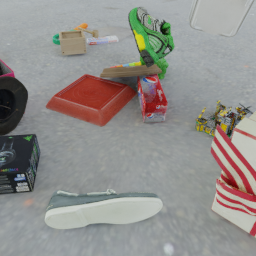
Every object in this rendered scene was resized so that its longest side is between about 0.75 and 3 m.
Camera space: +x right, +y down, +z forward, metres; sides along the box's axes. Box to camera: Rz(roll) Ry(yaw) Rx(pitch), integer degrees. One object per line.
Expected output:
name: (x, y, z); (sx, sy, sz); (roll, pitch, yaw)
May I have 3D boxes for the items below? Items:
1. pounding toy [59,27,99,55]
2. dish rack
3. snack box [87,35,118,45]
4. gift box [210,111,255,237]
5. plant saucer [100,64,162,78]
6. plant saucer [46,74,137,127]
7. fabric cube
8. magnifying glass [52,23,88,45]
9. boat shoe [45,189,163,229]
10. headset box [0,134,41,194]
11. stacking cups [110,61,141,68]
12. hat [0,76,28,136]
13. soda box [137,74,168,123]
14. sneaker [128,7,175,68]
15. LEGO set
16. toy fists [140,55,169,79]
pounding toy: (-2.388, -4.333, 13.929); (1.924, 0.880, 1.690); (-8, 38, -10)
dish rack: (2.500, -3.192, 7.567); (1.565, 1.824, 0.397); (14, 67, 5)
snack box: (-1.365, -4.703, 14.986); (1.608, 0.196, 0.578); (-12, 39, -15)
gift box: (3.329, 0.766, 5.589); (2.725, 2.953, 2.758); (24, 44, 36)
plant saucer: (0.104, -2.209, 10.808); (2.411, 0.355, 2.411); (-3, 14, 1)
plant saucer: (-1.288, -1.192, 10.154); (2.473, 0.455, 2.478); (18, 40, 22)
fabric cube: (-4.579, -1.196, 9.236); (1.563, 1.558, 1.533); (-26, 45, -30)
magnifying glass: (-3.131, -5.325, 15.722); (1.188, 0.334, 2.984); (14, 38, 18)
boat shoe: (-0.522, 1.592, 6.099); (2.494, 0.908, 0.771); (-7, 41, -1)
headset box: (-3.068, 0.868, 7.186); (1.364, 0.727, 1.566); (-3, 37, -4)
stacking cups: (-0.111, -2.589, 12.081); (1.343, 0.406, 0.406); (-9, 38, -6)
hat: (-3.907, -0.727, 8.386); (0.743, 1.841, 1.841); (23, 43, 29)
soda box: (0.785, -1.161, 9.787); (0.733, 0.809, 2.311); (-1, 37, -6)
sneaker: (0.758, -2.968, 8.726); (1.141, 1.045, 2.678); (-23, 51, 11)
LEGO set: (2.957, -0.433, 8.690); (1.697, 0.983, 1.305); (-23, 43, -27)
toy fists: (1.089, -2.817, 11.912); (0.606, 0.899, 1.763); (-18, 41, -22)
